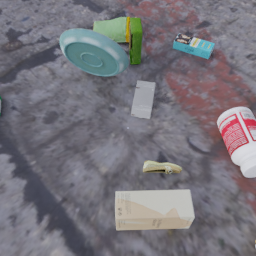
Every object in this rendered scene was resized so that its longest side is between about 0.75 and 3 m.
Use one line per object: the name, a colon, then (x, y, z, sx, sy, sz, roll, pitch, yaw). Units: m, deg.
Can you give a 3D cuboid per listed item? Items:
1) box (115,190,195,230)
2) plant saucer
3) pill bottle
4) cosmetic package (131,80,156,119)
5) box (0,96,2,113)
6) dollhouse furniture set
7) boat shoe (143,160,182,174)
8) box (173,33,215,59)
box: (0.516, 1.694, 5.785, 1.545, 0.734, 0.601, -2, 53, 0)
plant saucer: (-0.993, -2.018, 7.947, 2.045, 2.045, 0.280, 14, 71, 10)
pill bottle: (2.819, 0.335, 6.740, 0.887, 0.887, 1.581, -6, 53, -5)
cosmetic package: (0.440, -0.806, 7.904, 0.566, 0.478, 1.060, 8, 50, 2)
box: (-4.261, -0.565, 7.814, 1.304, 0.315, 0.765, -8, 53, -9)
dollhouse furniture set: (-0.437, -3.354, 9.373, 1.630, 1.249, 2.488, -3, 52, -1)
boat shoe: (0.811, 0.980, 6.610, 0.903, 0.329, 0.284, 9, 62, 9)
box: (2.234, -2.804, 9.551, 1.290, 0.317, 0.531, 22, 55, 16)
